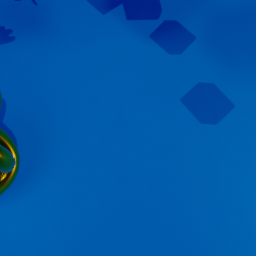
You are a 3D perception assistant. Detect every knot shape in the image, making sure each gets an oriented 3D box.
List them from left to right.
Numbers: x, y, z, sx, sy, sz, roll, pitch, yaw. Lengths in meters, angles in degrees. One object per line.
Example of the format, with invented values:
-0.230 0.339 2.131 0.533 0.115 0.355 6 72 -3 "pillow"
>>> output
-2.299 0.346 4.486 0.908 1.838 1.964 -14 31 -18 "knot shape"
